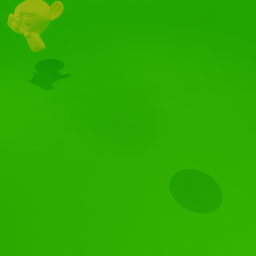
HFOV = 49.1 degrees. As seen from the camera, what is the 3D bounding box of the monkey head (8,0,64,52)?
[{"bbox_3d":[-2.487,-2.757,7.505,1.715,1.234,1.033,-9,30,28],"label":"monkey head"}]
